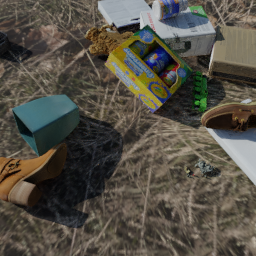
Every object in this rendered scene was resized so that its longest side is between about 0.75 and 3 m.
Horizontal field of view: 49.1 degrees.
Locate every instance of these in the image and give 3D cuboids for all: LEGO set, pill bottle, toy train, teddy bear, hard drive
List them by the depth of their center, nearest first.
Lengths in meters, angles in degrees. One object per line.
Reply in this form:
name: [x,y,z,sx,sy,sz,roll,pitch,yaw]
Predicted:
LEGO set: [2.156,1.195,8.292,0.929,0.263,0.603,-23,59,-16]
hard drive: [3.998,0.474,8.636,1.947,0.394,2.951,-23,55,-15]
toy train: [2.595,-1.333,10.015,0.505,0.374,1.791,14,56,-2]
pill bottle: [1.629,-4.632,10.730,1.248,0.699,0.699,-20,57,-13]
teddy bear: [-0.660,-3.387,11.244,2.619,0.874,1.899,30,50,26]

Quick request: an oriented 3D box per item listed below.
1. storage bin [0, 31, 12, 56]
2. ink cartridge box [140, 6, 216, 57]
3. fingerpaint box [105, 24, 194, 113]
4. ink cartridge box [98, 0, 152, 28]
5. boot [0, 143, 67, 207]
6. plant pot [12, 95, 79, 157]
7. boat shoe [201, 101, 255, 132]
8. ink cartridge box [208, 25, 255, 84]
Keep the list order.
storage bin: [-5.525,-3.538,11.403,1.255,0.589,0.849,28,60,19]
ink cartridge box: [1.890,-3.848,11.293,2.609,1.096,1.904,-7,55,-5]
fingerpaint box: [0.768,-2.071,9.670,2.374,0.871,1.981,46,64,0]
ink cartridge box: [0.009,-5.123,12.512,2.110,0.429,2.114,-19,58,-17]
boot: [-2.932,1.138,8.114,1.722,0.851,2.218,12,54,21]
plant pot: [-2.448,-0.240,8.786,1.706,1.205,1.206,-33,61,-30]
boat shoe: [3.357,-0.296,8.431,2.240,0.806,0.757,-7,45,-3]
ink cartridge box: [4.173,-2.859,10.758,1.859,0.847,2.256,12,56,10]
